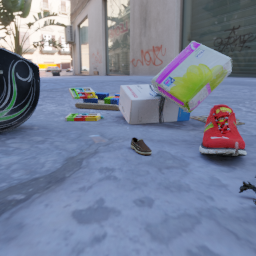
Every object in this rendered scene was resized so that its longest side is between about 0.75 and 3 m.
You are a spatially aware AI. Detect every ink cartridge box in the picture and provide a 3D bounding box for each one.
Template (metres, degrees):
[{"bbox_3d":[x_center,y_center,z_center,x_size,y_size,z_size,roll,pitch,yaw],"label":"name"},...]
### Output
[{"bbox_3d":[1.105,-1.076,11.910,2.625,1.127,1.922,-3,27,-16],"label":"ink cartridge box"}]

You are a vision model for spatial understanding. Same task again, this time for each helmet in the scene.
[{"bbox_3d":[-4.607,-1.231,9.585,2.991,2.851,2.991,19,-1,0],"label":"helmet"}]

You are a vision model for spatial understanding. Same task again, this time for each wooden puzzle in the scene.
[{"bbox_3d":[-1.147,-1.569,15.655,2.664,0.666,2.876,4,14,20],"label":"wooden puzzle"}]

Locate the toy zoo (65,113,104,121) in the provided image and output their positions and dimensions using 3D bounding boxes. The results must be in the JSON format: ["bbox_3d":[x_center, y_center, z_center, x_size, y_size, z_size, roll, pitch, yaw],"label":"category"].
[{"bbox_3d":[-1.822,-0.473,12.107,1.583,0.162,1.039,0,13,1],"label":"toy zoo"}]

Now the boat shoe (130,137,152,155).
[{"bbox_3d":[0.332,0.475,7.703,0.347,0.347,0.939,-8,15,-30],"label":"boat shoe"}]

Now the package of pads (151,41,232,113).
[{"bbox_3d":[2.416,-1.954,10.494,1.923,2.489,0.849,41,-8,35],"label":"package of pads"}]

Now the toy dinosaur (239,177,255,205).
[{"bbox_3d":[2.554,1.093,4.946,1.919,0.455,0.846,-12,32,-41],"label":"toy dinosaur"}]

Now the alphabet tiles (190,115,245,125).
[{"bbox_3d":[3.813,-0.334,11.749,1.633,0.074,1.953,-5,14,-21],"label":"alphabet tiles"}]

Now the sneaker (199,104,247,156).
[{"bbox_3d":[2.551,-0.012,7.781,1.135,1.251,2.947,2,13,9],"label":"sneaker"}]

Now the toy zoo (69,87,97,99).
[{"bbox_3d":[-1.994,-1.582,12.694,1.215,0.124,0.797,-6,40,-25],"label":"toy zoo"}]
